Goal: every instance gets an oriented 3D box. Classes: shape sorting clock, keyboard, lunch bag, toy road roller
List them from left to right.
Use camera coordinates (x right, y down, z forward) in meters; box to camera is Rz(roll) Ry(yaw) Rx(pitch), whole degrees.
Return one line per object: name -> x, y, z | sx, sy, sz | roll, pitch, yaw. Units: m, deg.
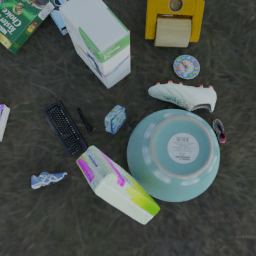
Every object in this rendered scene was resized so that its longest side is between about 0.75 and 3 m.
keyboard -> -1.854, -0.104, 9.132 | 1.204, 0.195, 1.894 | -32, 79, -8
lunch bag -> -0.380, -0.258, 8.731 | 0.339, 0.661, 0.822 | 22, 48, 22
toy road roller -> 1.553, -4.360, 9.655 | 1.775, 2.109, 2.889 | 3, 113, 1
shape sorting clock -> 2.023, -2.108, 9.647 | 0.914, 0.179, 0.914 | 0, 76, 0

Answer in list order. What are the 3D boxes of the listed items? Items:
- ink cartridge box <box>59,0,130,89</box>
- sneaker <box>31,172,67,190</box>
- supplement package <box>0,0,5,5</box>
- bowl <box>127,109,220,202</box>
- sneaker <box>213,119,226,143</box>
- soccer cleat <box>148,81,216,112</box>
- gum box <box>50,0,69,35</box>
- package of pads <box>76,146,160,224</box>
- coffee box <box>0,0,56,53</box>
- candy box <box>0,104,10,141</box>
ink cartridge box -> -0.865, -2.574, 8.563 | 1.106, 2.527, 1.836 | -39, 80, -6
sneaker -> -2.430, 1.535, 8.578 | 1.135, 0.430, 0.437 | -16, 80, -6
supplement package -> -4.445, -5.566, 9.283 | 1.511, 2.576, 1.506 | -42, 81, -10
bowl -> 1.425, 0.649, 8.209 | 2.964, 1.550, 2.964 | 0, 76, 1
sneaker -> 2.981, 0.073, 9.009 | 0.323, 0.299, 0.801 | -16, 74, 3
soccer cleat -> 1.770, -0.985, 9.083 | 2.225, 0.771, 0.863 | 4, 77, -2
gum box -> -2.132, -4.614, 10.153 | 1.718, 0.450, 2.022 | -32, 78, -8
package of pads -> -0.302, 1.507, 7.485 | 0.723, 1.638, 2.120 | -47, 124, -2
coffee box -> -3.740, -3.880, 9.681 | 1.395, 0.499, 2.269 | 44, 93, 11
candy box -> -4.666, -0.248, 9.008 | 1.345, 0.481, 1.128 | 7, 76, 2
